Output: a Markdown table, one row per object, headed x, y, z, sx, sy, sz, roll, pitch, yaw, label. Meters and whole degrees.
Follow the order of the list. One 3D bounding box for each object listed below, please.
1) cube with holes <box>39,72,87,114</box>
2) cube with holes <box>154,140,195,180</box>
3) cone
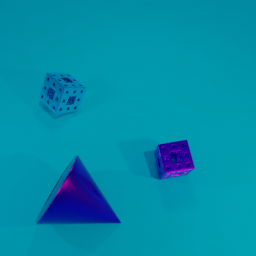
| x | y | z | sx | sy | sz | roll | pitch | yaw | label |
| --- | --- | --- | --- | --- | --- | --- | --- | --- | --- |
| -1.886 | -1.016 | 8.069 | 0.834 | 0.834 | 0.834 | 40 | 29 | 24 | cube with holes |
| 1.115 | 0.794 | 6.901 | 0.728 | 0.728 | 0.728 | -9 | 70 | -6 | cube with holes |
| -0.857 | 1.736 | 6.260 | 1.669 | 1.662 | 1.662 | 32 | 56 | -10 | cone |
